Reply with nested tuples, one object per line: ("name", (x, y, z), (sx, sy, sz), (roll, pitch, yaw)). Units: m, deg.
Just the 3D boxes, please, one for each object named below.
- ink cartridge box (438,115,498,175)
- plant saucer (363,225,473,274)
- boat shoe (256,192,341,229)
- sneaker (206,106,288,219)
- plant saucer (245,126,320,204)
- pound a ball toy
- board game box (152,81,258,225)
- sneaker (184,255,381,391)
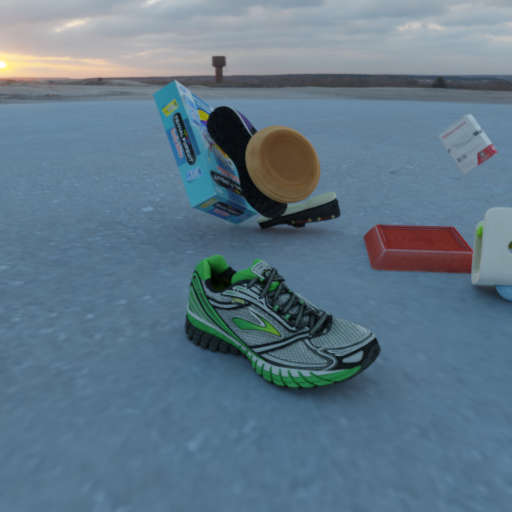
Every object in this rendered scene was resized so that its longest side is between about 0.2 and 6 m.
("ink cartridge box", (4.297, -2.272, 11.385), (0.718, 0.978, 0.405), (-36, -7, 41))
("plant saucer", (3.251, -0.207, 11.093), (2.072, 0.380, 2.068), (1, 20, 6))
("boat shoe", (0.928, -0.875, 12.450), (1.894, 0.593, 0.693), (-14, 20, 15))
("sneaker", (0.042, -2.022, 11.850), (0.974, 2.573, 1.127), (-30, -3, 24))
("plant saucer", (0.559, -1.756, 10.491), (1.547, 1.547, 0.290), (-11, -9, -27))
("pound a ball toy", (5.315, 0.174, 9.108), (3.345, 1.421, 2.181), (6, -5, 15))
("board game box", (-1.065, -2.189, 12.287), (0.642, 2.736, 2.065), (-26, -16, 19))
("sneaker", (0.180, 0.776, 7.107), (2.922, 1.245, 1.140), (15, 24, 33))
